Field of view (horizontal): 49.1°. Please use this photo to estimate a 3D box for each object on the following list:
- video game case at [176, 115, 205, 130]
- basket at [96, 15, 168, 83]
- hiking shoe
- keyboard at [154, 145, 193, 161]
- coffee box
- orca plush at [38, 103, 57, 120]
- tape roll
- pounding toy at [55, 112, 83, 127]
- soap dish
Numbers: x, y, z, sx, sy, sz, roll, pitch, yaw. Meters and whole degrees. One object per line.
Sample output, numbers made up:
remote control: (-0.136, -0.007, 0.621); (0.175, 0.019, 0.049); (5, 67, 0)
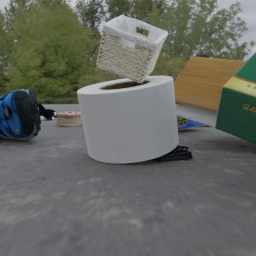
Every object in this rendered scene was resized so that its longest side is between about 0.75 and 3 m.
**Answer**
video game case: (0.678, -0.291, 7.610); (2.180, 0.495, 1.976); (-7, 10, -42)
basket: (0.057, -1.095, 3.866); (0.758, 0.615, 0.765); (23, 33, 7)
hiking shoe: (-2.696, -0.143, 5.702); (1.189, 1.020, 2.742); (-15, 4, -41)
keyboard: (0.544, 0.302, 4.440); (0.758, 0.162, 1.262); (-1, 8, -19)
coffee box: (2.001, -0.517, 2.728); (1.411, 0.504, 2.294); (27, 50, 31)
orca plush: (-3.665, -0.647, 11.186); (1.891, 0.672, 0.995); (-4, 7, -35)
tape roll: (0.015, -0.180, 4.079); (1.383, 0.950, 1.383); (-7, 15, 2)
pounding toy: (-1.824, -0.480, 9.078); (0.768, 0.771, 1.344); (8, 8, 26)
soap dish: (2.561, -0.517, 4.984); (2.360, 1.218, 3.000); (-4, 17, -43)
